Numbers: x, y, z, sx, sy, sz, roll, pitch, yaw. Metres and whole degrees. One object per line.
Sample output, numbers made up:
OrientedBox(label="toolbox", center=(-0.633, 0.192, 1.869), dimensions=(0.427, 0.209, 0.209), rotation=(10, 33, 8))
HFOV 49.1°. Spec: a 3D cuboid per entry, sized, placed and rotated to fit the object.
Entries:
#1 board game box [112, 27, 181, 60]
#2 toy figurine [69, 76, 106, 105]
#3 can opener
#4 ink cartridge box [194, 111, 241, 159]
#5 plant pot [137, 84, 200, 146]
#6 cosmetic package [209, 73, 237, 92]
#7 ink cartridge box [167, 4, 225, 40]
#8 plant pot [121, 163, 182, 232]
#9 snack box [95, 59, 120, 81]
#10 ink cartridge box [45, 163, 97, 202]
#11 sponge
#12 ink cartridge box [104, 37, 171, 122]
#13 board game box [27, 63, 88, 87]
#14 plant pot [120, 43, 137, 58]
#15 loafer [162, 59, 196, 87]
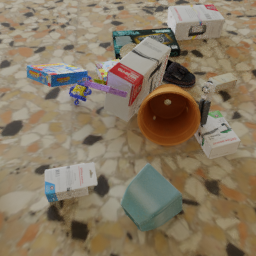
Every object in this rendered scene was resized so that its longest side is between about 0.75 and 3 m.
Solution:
OrientedBox(label="board game box", center=(0.797, -4.008, 13.255), dimensions=(2.977, 0.419, 2.013), rotation=(-5, 48, -4))
OrientedBox(label="toy figurine", center=(-1.576, -1.347, 10.719), dimensions=(2.036, 1.074, 1.220), rotation=(21, 83, 31))
OrientedBox(label="can opener", center=(2.499, -0.781, 8.902), dimensions=(0.466, 1.403, 0.369), rotation=(-10, 27, -40))
OrientedBox(label="ink cartridge box", center=(2.862, 0.206, 9.292), dimensions=(1.052, 0.607, 1.440), rotation=(-14, 50, -11))
OrientedBox(label="plant pot", center=(1.338, -0.596, 9.299), dimensions=(1.958, 1.958, 1.370), rotation=(5, 32, 4))
OrientedBox(label="cosmetic package", center=(3.820, -1.854, 11.337), dimensions=(1.014, 0.370, 0.525), rotation=(-16, 50, -15))
OrientedBox(label="ink cartridge box", center=(3.324, -5.318, 14.028), dimensions=(2.386, 1.021, 1.761), rotation=(-6, 49, -4))
OrientedBox(label="plant pot", center=(0.545, 1.962, 7.367), dimensions=(1.269, 1.245, 1.242), rotation=(-39, 58, -16))
OrientedBox(label="snack box", center=(-0.659, -2.329, 11.575), dimensions=(1.095, 0.440, 1.299), rotation=(-16, 40, -11))
OrientedBox(label="ink cartridge box", center=(-1.634, 1.565, 8.150), dimensions=(1.455, 0.485, 0.843), rotation=(-8, 48, -7))
OrientedBox(label="sponge", center=(-0.688, -1.197, 8.527), dimensions=(0.728, 0.195, 1.306), rotation=(10, 9, -44))
OrientedBox(label="ink cartridge box", center=(0.352, -1.799, 10.197), dimensions=(1.092, 1.882, 2.608), rotation=(30, 54, 14))
OrientedBox(label="board game box", center=(-2.286, -1.750, 9.078), dimensions=(1.384, 0.395, 1.413), rotation=(24, 29, 35))
OrientedBox(label="plant pot", center=(0.168, -2.929, 12.011), dimensions=(0.997, 0.997, 0.913), rotation=(-3, 60, -3))
OrientedBox(label="loafer", center=(1.625, -2.472, 11.596), dimensions=(2.553, 0.804, 0.918), rotation=(27, 53, 22))
